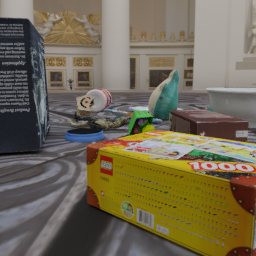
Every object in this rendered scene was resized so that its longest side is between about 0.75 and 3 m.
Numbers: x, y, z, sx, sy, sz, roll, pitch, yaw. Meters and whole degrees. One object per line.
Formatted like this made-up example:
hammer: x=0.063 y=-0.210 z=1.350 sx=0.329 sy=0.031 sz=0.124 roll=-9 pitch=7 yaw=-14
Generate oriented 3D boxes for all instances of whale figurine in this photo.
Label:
whale figurine: x=1.738 y=-1.355 z=11.830 sx=1.125 sy=2.169 sz=1.725 roll=27 pitch=-16 yaw=19

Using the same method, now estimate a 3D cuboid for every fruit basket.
fruit basket: x=0.419 y=0.013 z=7.849 sx=0.641 sy=0.889 sz=0.889 roll=-4 pitch=11 yaw=-24

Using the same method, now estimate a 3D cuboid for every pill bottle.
pill bottle: x=-1.547 y=-1.546 z=15.259 sx=1.166 sy=1.166 sz=2.064 roll=1 pitch=10 yaw=8

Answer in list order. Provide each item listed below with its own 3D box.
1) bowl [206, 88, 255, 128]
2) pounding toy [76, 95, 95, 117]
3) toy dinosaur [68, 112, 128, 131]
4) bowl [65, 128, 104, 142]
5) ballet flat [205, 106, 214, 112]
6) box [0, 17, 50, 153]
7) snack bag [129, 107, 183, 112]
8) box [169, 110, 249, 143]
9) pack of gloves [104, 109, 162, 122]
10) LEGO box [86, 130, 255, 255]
bowl: x=4.324 y=-0.767 z=10.154 sx=2.976 sy=1.337 sz=2.976 roll=-1 pitch=10 yaw=0
pounding toy: x=-1.897 y=-0.938 z=12.699 sx=0.817 sy=0.820 sz=1.429 roll=-7 pitch=45 yaw=-13
toy dinosaur: x=-1.212 y=-0.178 z=9.245 sx=2.309 sy=0.548 sz=1.018 roll=3 pitch=-5 yaw=21
bowl: x=-1.237 y=0.186 z=7.969 sx=1.108 sy=0.217 sz=1.108 roll=0 pitch=9 yaw=0
ballet flat: x=4.406 y=-0.960 z=14.310 sx=1.245 sy=0.430 sz=0.443 roll=-6 pitch=-8 yaw=-29
box: x=-3.122 y=-1.066 z=7.255 sx=1.828 sy=2.900 sz=2.950 roll=-2 pitch=10 yaw=-10
snack bag: x=1.389 y=-0.908 z=14.297 sx=2.323 sy=0.249 sz=2.190 roll=-2 pitch=9 yaw=-15
box: x=1.852 y=0.058 z=6.924 sx=1.148 sy=0.859 sz=2.293 roll=-1 pitch=8 yaw=-5
pack of gloves: x=0.147 y=-0.358 z=11.119 sx=1.836 sy=0.431 sz=2.185 roll=11 pitch=2 yaw=-32
LEGO box: x=0.766 y=0.633 z=3.501 sx=2.142 sy=0.827 sz=1.595 roll=9 pitch=13 yaw=41
